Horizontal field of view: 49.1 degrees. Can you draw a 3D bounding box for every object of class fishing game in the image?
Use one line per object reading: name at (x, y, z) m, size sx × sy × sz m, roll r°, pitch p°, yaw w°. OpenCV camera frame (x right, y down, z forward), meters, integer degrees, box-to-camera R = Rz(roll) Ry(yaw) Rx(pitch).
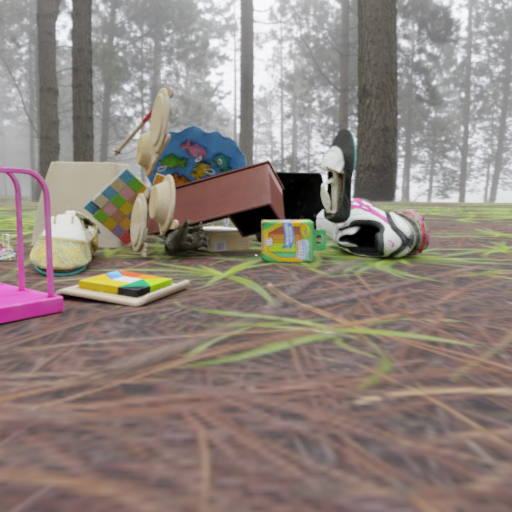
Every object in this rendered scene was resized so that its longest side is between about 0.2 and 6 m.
fishing game at (-1.507, -2.024, 13.572) m, size 3.618 × 0.562 × 2.591 m, roll 29°, pitch -47°, yaw -32°

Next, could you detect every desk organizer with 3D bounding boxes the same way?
desk organizer at (-0.839, -0.941, 11.641) m, size 2.763 × 1.064 × 0.991 m, roll -13°, pitch -33°, yaw 16°

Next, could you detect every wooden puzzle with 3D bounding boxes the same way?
wooden puzzle at (-2.871, -1.090, 12.471) m, size 2.218 × 1.315 × 0.156 m, roll -41°, pitch 30°, yaw 7°
wooden puzzle at (-1.716, 0.393, 7.337) m, size 1.339 × 0.249 × 1.238 m, roll 2°, pitch 8°, yaw 19°

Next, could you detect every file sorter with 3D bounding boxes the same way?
file sorter at (-3.768, -0.194, 6.303) m, size 2.668 × 1.673 × 1.854 m, roll 6°, pitch 9°, yaw 38°

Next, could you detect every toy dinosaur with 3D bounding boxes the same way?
toy dinosaur at (-1.429, -0.301, 10.930) m, size 0.867 × 0.652 × 1.695 m, roll -24°, pitch 4°, yaw -11°

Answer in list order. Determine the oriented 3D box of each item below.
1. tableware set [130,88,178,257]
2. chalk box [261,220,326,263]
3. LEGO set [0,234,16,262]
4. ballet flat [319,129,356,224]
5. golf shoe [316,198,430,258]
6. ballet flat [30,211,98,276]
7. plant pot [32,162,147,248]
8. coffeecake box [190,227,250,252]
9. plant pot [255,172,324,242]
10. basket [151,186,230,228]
tableware set at (-1.918, -1.510, 10.492) m, size 0.353 × 3.040 × 2.540 m, roll 5°, pitch -8°, yaw -23°
chalk box at (0.720, -0.294, 10.665) m, size 1.245 × 0.777 × 0.772 m, roll -1°, pitch 7°, yaw 1°
LEGO set at (-5.147, -0.179, 10.912) m, size 1.302 × 0.485 × 0.599 m, roll 4°, pitch 8°, yaw 28°
ballet flat at (1.575, -1.535, 10.912) m, size 0.635 × 1.857 × 0.631 m, roll -7°, pitch 11°, yaw -34°
golf shoe at (2.092, -0.615, 11.783) m, size 1.388 × 1.095 × 3.015 m, roll -8°, pitch 12°, yaw -30°
ballet flat at (-3.379, -0.320, 10.065) m, size 1.033 × 1.033 × 2.921 m, roll -1°, pitch 8°, yaw -8°
plant pot at (-4.047, -1.315, 13.910) m, size 2.244 × 1.987 × 2.242 m, roll 2°, pitch 7°, yaw 3°
coffeecake box at (-0.897, -0.391, 12.638) m, size 0.982 × 0.467 × 1.279 m, roll -5°, pitch 9°, yaw -33°
plant pot at (0.764, -1.095, 14.055) m, size 1.639 × 1.635 × 1.454 m, roll -6°, pitch -8°, yaw -39°
basket at (-1.760, -1.580, 16.093) m, size 2.463 × 1.943 × 2.793 m, roll -2°, pitch 17°, yaw -10°
